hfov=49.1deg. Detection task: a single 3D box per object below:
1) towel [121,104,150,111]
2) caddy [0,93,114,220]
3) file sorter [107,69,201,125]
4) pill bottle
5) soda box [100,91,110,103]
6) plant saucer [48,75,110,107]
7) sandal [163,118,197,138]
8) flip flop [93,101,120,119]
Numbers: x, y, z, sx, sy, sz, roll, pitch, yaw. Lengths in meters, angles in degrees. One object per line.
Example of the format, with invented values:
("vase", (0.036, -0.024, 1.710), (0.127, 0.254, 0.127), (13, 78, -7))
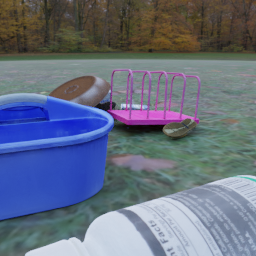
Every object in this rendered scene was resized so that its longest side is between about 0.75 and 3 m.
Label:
("towel", (0.248, -0.759, 10.359), (1.053, 0.125, 0.773), (3, 14, -4))
("caddy", (-1.685, 0.212, 4.546), (2.970, 1.559, 2.099), (-7, 19, -24))
("file sorter", (0.741, -0.928, 8.100), (2.255, 1.414, 1.567), (-1, 12, -24))
("pill bottle", (0.360, 1.145, 2.195), (2.080, 1.176, 1.176), (-9, 19, -26))
("soda box", (-1.534, -1.114, 10.791), (1.844, 0.629, 0.585), (-1, 17, -5))
("plant saucer", (-1.574, -0.975, 8.110), (2.166, 0.396, 2.166), (-17, 31, 11))
("sandal", (1.374, 0.047, 7.360), (1.159, 0.313, 0.465), (-19, 55, -38))
("flip flop", (-0.981, -0.497, 8.708), (0.539, 0.759, 1.873), (-22, -7, 37))
